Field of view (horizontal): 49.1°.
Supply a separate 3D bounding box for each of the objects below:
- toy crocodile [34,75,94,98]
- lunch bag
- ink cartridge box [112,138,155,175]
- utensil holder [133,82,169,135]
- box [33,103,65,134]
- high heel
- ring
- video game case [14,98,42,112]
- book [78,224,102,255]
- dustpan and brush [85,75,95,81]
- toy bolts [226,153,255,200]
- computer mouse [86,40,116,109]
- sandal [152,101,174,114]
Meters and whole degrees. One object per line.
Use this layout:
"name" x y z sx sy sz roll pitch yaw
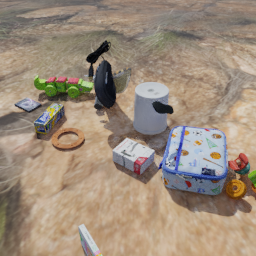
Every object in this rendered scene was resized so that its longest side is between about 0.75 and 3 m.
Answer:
"toy crocodile" -3.088 -2.088 13.522 2.854 0.881 0.964 4 37 4
"lunch bag" 2.175 0.985 9.331 2.128 1.004 2.656 8 36 14
"ink cartridge box" 0.183 0.961 9.731 1.218 0.505 0.894 24 44 27
"utensil holder" 0.907 -0.802 11.149 1.410 1.659 1.410 -1 36 0
"box" -3.225 -0.409 11.584 0.544 0.499 1.553 11 38 14
"high heel" -0.661 -2.202 12.213 0.955 2.675 1.907 28 45 -24
"ring" -2.315 0.404 10.821 1.264 0.121 1.264 1 37 -1
"video game case" -4.576 -1.070 12.818 1.030 0.098 0.736 22 42 28
"book" -0.856 2.981 6.824 0.268 0.746 1.116 -22 42 -25
"dustpan and brush" -1.751 -2.646 14.748 1.082 0.310 0.755 -2 37 -3
"toy bolts" 3.667 1.640 8.788 1.325 0.962 1.387 -33 45 15
"computer mouse" -1.239 -1.984 11.124 0.604 2.625 1.843 -2 -7 -34
"sandal" 1.093 -0.592 9.029 1.072 0.257 0.403 10 59 -47
